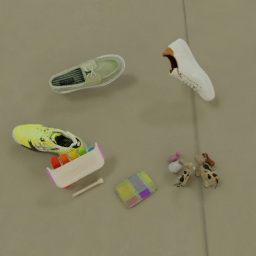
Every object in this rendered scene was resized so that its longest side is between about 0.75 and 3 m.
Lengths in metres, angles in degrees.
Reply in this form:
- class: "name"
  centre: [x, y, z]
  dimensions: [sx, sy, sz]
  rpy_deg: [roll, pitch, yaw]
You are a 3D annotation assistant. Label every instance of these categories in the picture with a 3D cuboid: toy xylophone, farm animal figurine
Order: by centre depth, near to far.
- class: "toy xylophone"
  centre: [-1.243, 1.073, 7.106]
  dimensions: [1.513, 1.108, 0.380]
  rpy_deg: [-19, 23, -17]
- class: "farm animal figurine"
  centre: [1.691, 1.016, 7.289]
  dimensions: [1.265, 0.636, 1.021]
  rpy_deg: [3, 54, 2]

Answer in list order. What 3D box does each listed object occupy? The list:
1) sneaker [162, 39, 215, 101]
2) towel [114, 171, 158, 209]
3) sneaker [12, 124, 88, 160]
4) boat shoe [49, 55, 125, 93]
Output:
- class: "sneaker"
  centre: [1.768, -1.573, 8.483]
  dimensions: [0.887, 0.763, 2.094]
  rpy_deg: [-37, 96, -9]
- class: "towel"
  centre: [0.196, 1.568, 7.222]
  dimensions: [0.958, 0.109, 0.688]
  rpy_deg: [-29, 59, -20]
- class: "sneaker"
  centre: [-2.150, 0.241, 7.656]
  dimensions: [2.177, 0.832, 0.821]
  rpy_deg: [12, 62, 8]
- class: "boat shoe"
  centre: [-1.260, -1.635, 8.792]
  dimensions: [2.481, 0.770, 0.893]
  rpy_deg: [-21, 98, 0]
